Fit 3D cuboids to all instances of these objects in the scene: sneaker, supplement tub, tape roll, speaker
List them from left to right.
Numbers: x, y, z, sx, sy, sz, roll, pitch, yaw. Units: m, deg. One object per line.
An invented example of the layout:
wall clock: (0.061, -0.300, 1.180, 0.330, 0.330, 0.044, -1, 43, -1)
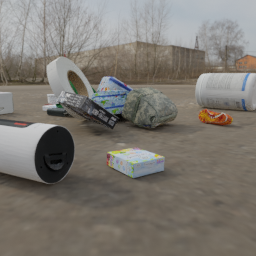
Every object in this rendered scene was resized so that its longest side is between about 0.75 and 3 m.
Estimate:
speaker: (-1.962, 0.299, 4.566, 2.188, 0.889, 0.889, 6, 12, 28)
tape roll: (-1.917, -1.399, 9.884, 0.429, 2.347, 2.347, -25, 3, 17)
sneaker: (2.851, -0.303, 9.263, 0.507, 0.480, 1.314, 19, 3, -31)
supplement tub: (4.708, -1.736, 13.206, 2.568, 1.694, 1.694, 10, 14, 37)

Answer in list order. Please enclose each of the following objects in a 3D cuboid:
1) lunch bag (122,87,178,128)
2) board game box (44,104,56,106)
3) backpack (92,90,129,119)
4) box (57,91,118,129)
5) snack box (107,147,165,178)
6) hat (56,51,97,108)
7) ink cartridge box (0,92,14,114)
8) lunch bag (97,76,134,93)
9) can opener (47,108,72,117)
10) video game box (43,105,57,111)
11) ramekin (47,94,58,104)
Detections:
lunch bag: (0.731, -0.566, 8.723, 1.263, 1.050, 1.506, 29, 25, 29)
board game box: (-3.473, -1.120, 14.106, 1.412, 0.137, 0.727, 7, 14, 34)
backpack: (-0.521, -0.788, 9.816, 1.389, 1.310, 1.703, 0, 23, 42)
box: (-1.180, -0.527, 8.004, 1.222, 0.385, 1.549, 34, -10, -37)
snack box: (0.118, 0.565, 4.777, 0.667, 0.268, 0.791, -7, 14, -36)
hat: (-1.978, -2.036, 12.036, 2.748, 2.419, 2.276, 9, 12, 11)
ink cartridge box: (-6.066, -1.033, 11.550, 2.116, 0.895, 1.529, 5, 11, 21)
lunch bag: (-0.272, -1.473, 12.416, 2.027, 0.956, 2.530, 27, 5, -17)
can opener: (-2.444, -0.695, 10.891, 1.697, 0.564, 0.447, 1, 10, 32)
video game box: (-3.119, -0.894, 12.601, 0.955, 0.245, 1.048, 6, 12, 38)
ramekin: (-3.675, -1.497, 14.464, 0.975, 0.475, 0.975, 1, 9, 0)
